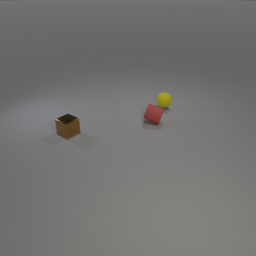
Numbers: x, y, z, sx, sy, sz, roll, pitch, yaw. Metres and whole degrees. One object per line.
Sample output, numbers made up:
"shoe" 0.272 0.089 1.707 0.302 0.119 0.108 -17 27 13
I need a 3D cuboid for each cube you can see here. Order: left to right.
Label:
"cube" -2.430 -0.072 11.335 0.700 0.700 0.700 21 35 34

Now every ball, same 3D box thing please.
"ball" 1.724 -1.341 13.351 0.700 0.700 0.700 0 28 0

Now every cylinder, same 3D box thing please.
"cylinder" 1.116 -0.617 12.110 0.700 0.700 0.700 24 32 6
